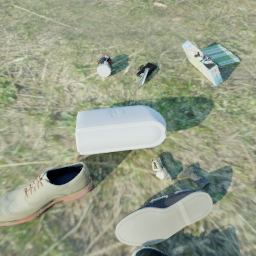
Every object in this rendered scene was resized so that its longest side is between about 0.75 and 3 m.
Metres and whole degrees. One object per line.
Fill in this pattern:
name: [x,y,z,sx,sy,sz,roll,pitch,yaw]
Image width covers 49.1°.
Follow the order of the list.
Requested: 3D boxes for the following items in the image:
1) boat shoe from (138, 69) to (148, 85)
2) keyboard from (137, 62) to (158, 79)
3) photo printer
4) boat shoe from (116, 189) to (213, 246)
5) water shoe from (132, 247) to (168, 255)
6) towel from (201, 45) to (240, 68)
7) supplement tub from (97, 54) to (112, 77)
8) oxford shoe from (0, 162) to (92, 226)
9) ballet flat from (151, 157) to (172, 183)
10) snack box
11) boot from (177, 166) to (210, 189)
boat shoe: [0.639,-2.205,11.850,0.260,0.306,0.842,18,65,4]
keyboard: [0.780,-2.577,12.440,0.672,0.144,1.119,28,51,16]
photo printer: [-0.223,-0.037,8.849,2.757,0.957,2.294,-6,17,-6]
boat shoe: [0.904,2.301,7.412,2.620,0.952,0.822,-18,5,-10]
water shoe: [1.112,3.431,5.912,0.937,1.034,2.620,-33,54,-28]
towel: [4.348,-3.410,13.228,1.230,0.189,1.613,-18,47,-17]
supplement tub: [-1.015,-2.748,12.266,0.617,0.617,1.007,1,46,1]
oxford shoe: [-2.436,1.655,7.618,2.930,1.081,1.037,-22,50,-20]
ballet flat: [0.959,1.278,8.490,0.388,0.349,1.030,1,39,-24]
snack box: [3.124,-2.739,11.814,0.372,1.167,2.008,-39,53,8]
boot: [1.954,1.539,8.351,0.688,0.275,0.757,-25,57,-20]
